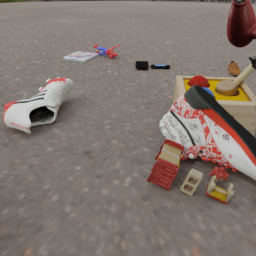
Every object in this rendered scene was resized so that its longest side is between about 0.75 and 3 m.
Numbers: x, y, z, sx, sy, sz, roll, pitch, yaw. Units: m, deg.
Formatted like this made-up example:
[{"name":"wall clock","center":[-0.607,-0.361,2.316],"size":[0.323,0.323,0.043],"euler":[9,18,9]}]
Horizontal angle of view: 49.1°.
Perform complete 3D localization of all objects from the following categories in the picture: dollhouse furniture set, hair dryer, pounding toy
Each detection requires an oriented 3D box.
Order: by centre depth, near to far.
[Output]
[{"name":"dollhouse furniture set","center":[1.288,0.965,5.779],"size":[1.600,0.651,0.861],"euler":[25,33,8]},{"name":"hair dryer","center":[2.841,-1.961,5.797],"size":[2.217,0.602,1.689],"euler":[33,-7,-22]},{"name":"pounding toy","center":[2.523,-0.800,7.618],"size":[2.424,1.723,2.231],"euler":[3,30,5]}]

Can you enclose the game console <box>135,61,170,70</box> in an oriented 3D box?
[{"name":"game console","center":[1.132,-2.878,12.906],"size":[1.595,0.192,0.941],"euler":[2,29,2]}]

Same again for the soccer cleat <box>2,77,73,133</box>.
[{"name":"soccer cleat","center":[-2.400,-0.701,8.382],"size":[1.184,0.954,2.780],"euler":[26,37,18]}]

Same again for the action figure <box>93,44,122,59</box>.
[{"name":"action figure","center":[-0.947,-4.032,14.533],"size":[0.882,0.582,1.782],"euler":[-31,40,-25]}]

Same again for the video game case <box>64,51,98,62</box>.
[{"name":"video game case","center":[-2.399,-3.675,14.363],"size":[1.242,0.157,1.363],"euler":[12,32,21]}]

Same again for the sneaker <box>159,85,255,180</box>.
[{"name":"sneaker","center":[1.902,0.450,6.251],"size":[2.683,1.438,0.896],"euler":[48,33,6]}]

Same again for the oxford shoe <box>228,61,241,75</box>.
[{"name":"oxford shoe","center":[4.619,-2.599,12.167],"size":[0.444,0.444,1.245],"euler":[2,31,0]}]
